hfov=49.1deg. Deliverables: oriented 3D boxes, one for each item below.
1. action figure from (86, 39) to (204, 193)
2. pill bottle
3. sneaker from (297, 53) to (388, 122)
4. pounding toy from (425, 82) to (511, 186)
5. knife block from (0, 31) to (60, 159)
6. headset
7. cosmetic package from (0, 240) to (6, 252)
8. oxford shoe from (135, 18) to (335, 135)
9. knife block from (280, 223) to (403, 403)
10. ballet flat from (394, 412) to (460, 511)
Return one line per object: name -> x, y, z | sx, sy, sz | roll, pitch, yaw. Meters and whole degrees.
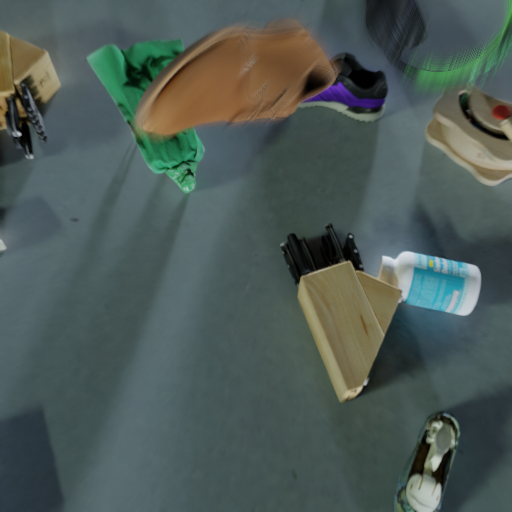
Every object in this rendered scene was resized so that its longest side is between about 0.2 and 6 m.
action figure -> -1.692, -2.426, 9.910 | 1.781, 0.824, 3.015 | -19, 71, -11
pill bottle -> 2.554, 0.385, 8.446 | 1.414, 0.784, 0.784 | 12, 63, 5
sneaker -> 1.309, -3.242, 10.155 | 2.262, 1.125, 0.786 | 13, 64, 6
pounding toy -> 4.245, -2.241, 9.391 | 1.539, 1.544, 2.691 | -40, 69, -14
knife block -> -4.882, -2.854, 10.078 | 2.753, 0.881, 2.416 | 27, 64, 13
headset -> 2.069, -3.615, 7.433 | 3.014, 1.416, 1.861 | 48, 115, 17
cosmetic package -> -4.512, -0.377, 9.078 | 0.448, 0.378, 0.867 | -35, 68, -16
oxford shoe -> -0.105, -2.394, 7.877 | 3.489, 1.244, 1.244 | -34, 75, -34
knife block -> 0.986, 0.693, 8.315 | 2.041, 0.744, 2.325 | 24, 65, 13
ballet flat -> 2.243, 2.791, 7.308 | 0.628, 0.628, 1.692 | 19, 64, 10
